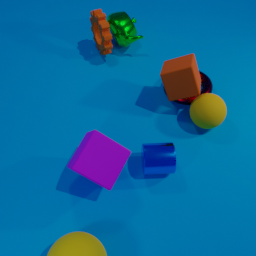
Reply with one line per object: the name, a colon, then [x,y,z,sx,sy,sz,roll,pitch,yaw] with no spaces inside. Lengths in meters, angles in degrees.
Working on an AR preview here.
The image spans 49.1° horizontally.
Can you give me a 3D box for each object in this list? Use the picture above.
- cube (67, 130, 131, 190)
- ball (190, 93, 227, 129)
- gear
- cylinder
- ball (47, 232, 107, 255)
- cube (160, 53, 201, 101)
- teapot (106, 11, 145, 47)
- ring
cube: [-0.736,0.770,6.877,1.045,1.045,1.045,32,77,-13]
ball: [2.315,-0.489,8.120,1.031,1.031,1.031,0,56,0]
gear: [-0.925,-3.257,9.574,0.273,1.474,1.474,-19,58,-15]
cylinder: [0.788,0.798,7.349,0.819,0.819,0.819,-2,56,-2]
ball: [-1.042,2.782,5.703,1.261,1.261,1.261,0,56,0]
cube: [1.549,-1.465,8.120,0.917,0.917,0.917,-10,33,24]
teapot: [-0.126,-3.551,9.984,1.000,1.270,2.043,-33,56,1]
ring: [1.928,-1.352,9.040,1.566,0.313,1.566,-3,51,4]
